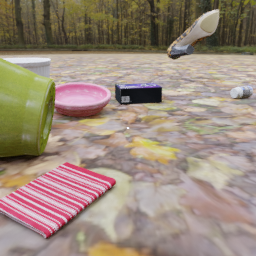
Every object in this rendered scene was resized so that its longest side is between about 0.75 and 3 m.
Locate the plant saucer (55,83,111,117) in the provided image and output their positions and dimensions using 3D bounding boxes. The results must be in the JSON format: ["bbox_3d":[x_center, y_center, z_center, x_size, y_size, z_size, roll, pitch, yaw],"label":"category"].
[{"bbox_3d":[-1.606,-0.931,9.217,2.096,0.531,2.096,3,28,-1],"label":"plant saucer"}]

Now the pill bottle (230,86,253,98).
[{"bbox_3d":[4.608,-1.447,11.367,0.829,0.472,0.472,-9,20,-25],"label":"pill bottle"}]

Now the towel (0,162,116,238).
[{"bbox_3d":[-1.021,0.987,4.210,1.108,0.172,1.533,13,23,29],"label":"towel"}]

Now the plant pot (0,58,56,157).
[{"bbox_3d":[-2.740,-0.390,5.541,2.352,2.443,2.443,10,16,-8],"label":"plant pot"}]

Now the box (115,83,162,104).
[{"bbox_3d":[0.378,-1.354,10.845,1.617,0.638,1.141,-4,15,-12],"label":"box"}]

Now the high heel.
[{"bbox_3d":[1.945,-2.894,8.625,1.815,0.648,1.294,-52,23,-8],"label":"high heel"}]

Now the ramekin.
[{"bbox_3d":[-5.102,-2.587,13.448,2.824,1.377,2.824,0,18,0],"label":"ramekin"}]
